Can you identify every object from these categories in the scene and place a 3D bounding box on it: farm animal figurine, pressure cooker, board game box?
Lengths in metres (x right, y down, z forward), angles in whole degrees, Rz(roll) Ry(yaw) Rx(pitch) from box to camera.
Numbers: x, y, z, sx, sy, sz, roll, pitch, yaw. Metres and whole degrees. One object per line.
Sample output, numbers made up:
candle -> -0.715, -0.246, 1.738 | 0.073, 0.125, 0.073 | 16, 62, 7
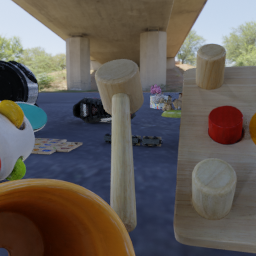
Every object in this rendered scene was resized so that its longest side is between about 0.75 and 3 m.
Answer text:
farm animal figurine -> 2.202, -1.251, 13.553 | 2.198, 1.105, 1.775 | 1, -24, 22
pressure cooker -> -5.228, -1.683, 12.142 | 2.468, 2.430, 2.763 | -2, 8, -4
board game box -> 1.906, -1.520, 16.575 | 0.739, 0.726, 1.409 | -3, 9, -17

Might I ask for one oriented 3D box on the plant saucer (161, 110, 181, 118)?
plant saucer -> 2.299, -0.663, 12.721 | 1.547, 0.240, 1.547 | 1, 9, 0

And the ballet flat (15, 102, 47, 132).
ballet flat -> -3.472, -0.157, 7.799 | 0.972, 0.972, 2.800 | 4, 10, 22

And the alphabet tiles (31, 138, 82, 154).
alphabet tiles -> -1.967, 0.403, 6.490 | 1.636, 0.062, 1.368 | 2, 9, 13

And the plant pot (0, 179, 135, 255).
plant pot -> -0.614, 0.779, 1.492 | 1.010, 1.010, 0.925 | -6, -5, -33

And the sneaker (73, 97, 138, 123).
sneaker -> -0.956, -0.636, 10.169 | 2.748, 0.971, 1.342 | 4, 9, 39

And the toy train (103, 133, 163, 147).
toy train -> 0.122, 0.290, 6.663 | 1.494, 0.255, 0.342 | 3, -3, 24

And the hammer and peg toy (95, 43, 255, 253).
hammer and peg toy -> 1.065, 0.149, 2.603 | 2.919, 1.029, 2.147 | 0, 48, 13

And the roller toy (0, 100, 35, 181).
roller toy -> -1.926, 0.160, 3.999 | 1.033, 1.132, 0.791 | 3, 27, 14
